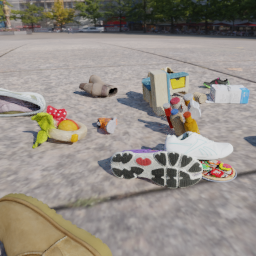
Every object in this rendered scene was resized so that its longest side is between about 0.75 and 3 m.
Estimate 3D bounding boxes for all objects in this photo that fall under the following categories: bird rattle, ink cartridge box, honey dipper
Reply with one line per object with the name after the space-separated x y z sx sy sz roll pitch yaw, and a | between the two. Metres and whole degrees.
-2.169 0.041 9.081 1.706 1.179 2.092 15 11 7 | bird rattle
4.500 -1.595 13.053 1.895 0.632 1.098 1 22 2 | ink cartridge box
2.805 -1.640 13.515 0.447 0.447 2.355 -12 22 -27 | honey dipper

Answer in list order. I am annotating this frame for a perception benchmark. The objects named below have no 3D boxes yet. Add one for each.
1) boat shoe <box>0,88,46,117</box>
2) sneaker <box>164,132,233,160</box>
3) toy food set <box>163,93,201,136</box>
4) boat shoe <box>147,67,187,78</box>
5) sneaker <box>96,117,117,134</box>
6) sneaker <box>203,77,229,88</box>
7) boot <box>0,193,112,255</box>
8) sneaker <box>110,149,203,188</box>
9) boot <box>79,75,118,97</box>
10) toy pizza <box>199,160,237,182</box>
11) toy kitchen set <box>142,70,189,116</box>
-4.760 -0.924 10.884 2.960 1.091 0.949 3 17 -12 | boat shoe
1.929 0.480 7.565 2.019 0.809 0.710 -4 -2 -15 | sneaker
1.829 -0.628 9.517 1.083 1.021 2.268 -11 38 21 | toy food set
2.288 -3.077 16.250 2.761 0.955 1.018 19 29 38 | boat shoe
-0.801 -0.084 9.713 0.671 0.465 1.198 0 12 9 | sneaker
4.788 -2.484 15.275 1.428 0.598 0.548 -2 22 -5 | sneaker
-1.898 2.139 3.518 2.533 0.956 2.892 12 26 27 | boot
0.704 0.806 6.908 2.244 0.905 0.936 7 18 19 | sneaker
-1.305 -2.069 14.207 1.702 0.818 2.328 14 27 17 | boot
2.228 1.045 7.189 1.078 0.171 1.078 0 22 0 | toy pizza
1.912 -1.966 12.205 2.294 1.687 2.864 -11 24 -7 | toy kitchen set
